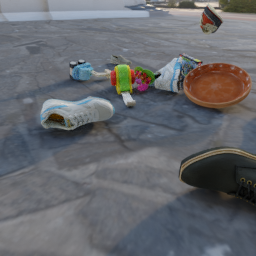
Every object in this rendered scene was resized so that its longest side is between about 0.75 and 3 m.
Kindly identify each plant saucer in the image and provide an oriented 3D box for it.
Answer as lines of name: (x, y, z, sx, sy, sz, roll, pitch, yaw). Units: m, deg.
plant saucer: (3.342, -1.607, 10.595, 2.439, 0.394, 2.439, -7, 46, 7)

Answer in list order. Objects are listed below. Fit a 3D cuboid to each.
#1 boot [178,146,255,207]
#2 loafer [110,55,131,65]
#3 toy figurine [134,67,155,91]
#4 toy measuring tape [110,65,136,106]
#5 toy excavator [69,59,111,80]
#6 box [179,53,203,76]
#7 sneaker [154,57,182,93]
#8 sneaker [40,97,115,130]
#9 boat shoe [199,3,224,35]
boot: (2.381, 1.244, 5.356, 2.552, 0.989, 1.765, -2, 33, -1)
loafer: (-0.416, -3.695, 15.208, 1.381, 0.482, 0.483, 18, 32, 30)
toy figurine: (0.574, -1.974, 11.634, 1.007, 0.756, 0.927, 40, 39, -14)
toy measuring tape: (-0.139, -1.848, 11.097, 1.084, 1.084, 2.945, -4, 28, -8)
toy excavator: (-1.755, -2.540, 12.909, 1.524, 0.761, 1.482, 35, 44, 29)
box: (2.886, -2.867, 13.156, 0.292, 0.926, 1.682, -8, 28, -16)
sneaker: (1.731, -2.387, 12.194, 1.230, 1.064, 2.837, 1, 27, 14)
sneaker: (-1.537, -0.377, 8.638, 2.254, 0.862, 0.910, -4, 41, -1)
boat shoe: (2.135, -2.801, 7.360, 0.516, 0.587, 1.649, -36, -2, 21)
